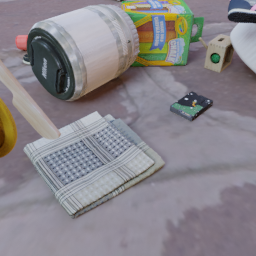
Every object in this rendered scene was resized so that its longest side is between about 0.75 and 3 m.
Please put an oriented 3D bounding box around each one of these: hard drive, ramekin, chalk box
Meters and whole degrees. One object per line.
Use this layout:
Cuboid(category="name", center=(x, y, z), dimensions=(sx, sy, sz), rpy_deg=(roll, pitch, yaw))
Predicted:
Cuboid(category="hard drive", center=(1.729, -0.602, 7.618), dimensions=(0.724, 0.196, 1.036), rpy_deg=(31, 48, 32))
Cuboid(category="ramekin", center=(4.258, -2.571, 8.596), dimensions=(2.318, 1.130, 2.318), rpy_deg=(22, 47, -25))
Cuboid(category="chalk box", center=(1.223, -3.308, 9.695), dimensions=(2.850, 1.779, 1.767), rpy_deg=(-2, 39, -1))

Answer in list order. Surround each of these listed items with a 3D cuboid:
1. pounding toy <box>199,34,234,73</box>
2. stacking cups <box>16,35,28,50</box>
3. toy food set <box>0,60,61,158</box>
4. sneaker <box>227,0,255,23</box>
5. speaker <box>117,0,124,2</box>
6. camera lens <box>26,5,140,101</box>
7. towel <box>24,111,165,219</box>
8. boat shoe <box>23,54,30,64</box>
Cuboid(category="pounding toy", center=(2.916, -2.549, 9.304), dimensions=(0.838, 1.086, 1.179), rpy_deg=(27, 46, 29))
Cuboid(category="stacking cups", center=(-2.826, -3.239, 10.374), dimensions=(2.601, 0.787, 0.787), rpy_deg=(2, 39, 2))
Cuboid(category="toy food set", center=(-1.262, 0.033, 1.922), dimensions=(1.360, 0.800, 0.444), rpy_deg=(-14, 31, 25))
Cuboid(category="sneaker", center=(3.188, -2.858, 6.712), dimensions=(1.573, 0.552, 0.645), rpy_deg=(7, 79, -7))
Cuboid(category="speaker", center=(-0.865, -7.661, 15.978), dimensions=(1.507, 0.612, 0.612), rpy_deg=(27, 46, 30))
Cuboid(category="camera lens", center=(-1.270, -2.182, 7.976), dimensions=(2.166, 2.166, 2.708), rpy_deg=(28, 48, 30))
Cuboid(category="towel", center=(-0.737, 0.553, 6.035), dimensions=(2.331, 0.403, 2.244), rpy_deg=(-25, 45, -28))
Cuboid(category="boat shoe", center=(-2.669, -2.665, 9.776), dimensions=(2.022, 0.670, 0.756), rpy_deg=(-4, 39, -5))
